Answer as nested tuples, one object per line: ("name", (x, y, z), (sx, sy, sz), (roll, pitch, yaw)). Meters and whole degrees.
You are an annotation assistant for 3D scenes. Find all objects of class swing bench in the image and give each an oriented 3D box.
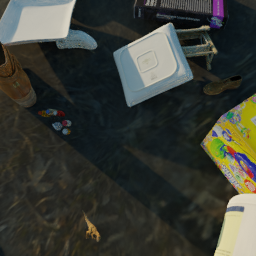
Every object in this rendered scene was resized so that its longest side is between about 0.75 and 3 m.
("swing bench", (1.794, -2.482, 8.486), (1.365, 0.890, 1.372), (-8, 68, -2))

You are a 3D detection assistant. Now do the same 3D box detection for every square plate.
("square plate", (-2.844, -3.418, 8.842), (2.426, 0.348, 2.449), (-3, 56, 8))
("square plate", (0.608, -1.884, 8.126), (2.031, 0.289, 2.011), (-23, 66, 18))

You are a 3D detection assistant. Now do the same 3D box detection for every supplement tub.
("supplement tub", (2.726, 3.044, 5.518), (2.134, 2.134, 2.944), (21, 70, 9))

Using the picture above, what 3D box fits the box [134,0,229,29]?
("box", (1.758, -4.242, 9.232), (2.908, 0.525, 2.079), (10, 57, 3))

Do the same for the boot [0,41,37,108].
("boot", (-3.572, -1.925, 7.581), (2.701, 2.089, 0.995), (43, 75, 15))

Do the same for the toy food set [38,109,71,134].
("toy food set", (-1.931, -0.222, 7.520), (0.936, 0.421, 0.447), (44, 102, 15))

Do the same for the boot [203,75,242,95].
("boot", (2.785, -1.305, 8.243), (1.175, 0.443, 0.433), (-16, 70, -5))

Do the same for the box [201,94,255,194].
("box", (3.028, 0.563, 6.662), (1.216, 1.919, 1.993), (-31, 70, -12))

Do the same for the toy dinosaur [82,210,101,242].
("toy dinosaur", (-0.863, 2.345, 6.581), (0.792, 0.239, 0.420), (45, 118, 31))

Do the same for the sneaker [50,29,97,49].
("sneaker", (-1.763, -2.661, 8.748), (1.680, 0.612, 0.711), (24, 71, 21))
